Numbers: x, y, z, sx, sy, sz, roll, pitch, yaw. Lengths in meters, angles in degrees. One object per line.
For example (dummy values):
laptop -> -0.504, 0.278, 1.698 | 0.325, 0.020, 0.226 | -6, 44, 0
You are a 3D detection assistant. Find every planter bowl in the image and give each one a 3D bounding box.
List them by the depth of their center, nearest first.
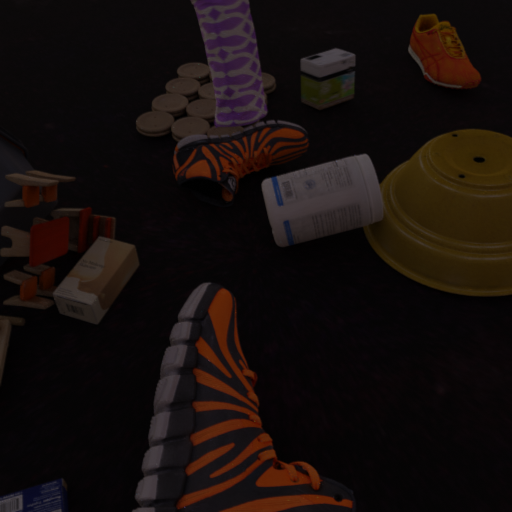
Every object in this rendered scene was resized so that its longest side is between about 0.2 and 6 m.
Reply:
planter bowl -> 3.205, -0.969, 8.329 | 3.126, 1.302, 3.126 | -2, 45, 2

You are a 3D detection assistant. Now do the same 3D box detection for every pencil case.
pencil case -> -0.485, -3.348, 9.305 | 1.020, 2.385, 1.001 | -1, 27, 22

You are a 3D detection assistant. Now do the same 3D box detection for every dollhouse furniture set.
dollhouse furniture set -> -2.647, -0.268, 7.640 | 0.866, 1.682, 1.664 | 8, 13, 6

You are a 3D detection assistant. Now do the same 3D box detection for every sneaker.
sneaker -> -0.050, 1.933, 5.676 | 1.989, 1.377, 3.551 | 6, 55, 1
sneaker -> -0.209, -1.458, 9.380 | 2.354, 0.913, 1.319 | -11, 49, 4
sneaker -> 4.057, -4.480, 12.258 | 0.959, 1.013, 2.627 | -10, 47, -12

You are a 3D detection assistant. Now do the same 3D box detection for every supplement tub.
supplement tub -> 0.956, -0.806, 8.257 | 1.600, 1.056, 1.056 | -14, 45, 4

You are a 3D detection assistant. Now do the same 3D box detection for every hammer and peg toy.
hammer and peg toy -> -3.632, 1.122, 6.820 | 1.277, 0.612, 1.736 | -6, 45, -6

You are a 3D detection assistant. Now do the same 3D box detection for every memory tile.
memory tile -> -0.927, -3.085, 11.371 | 2.247, 0.246, 2.932 | 11, 45, 11

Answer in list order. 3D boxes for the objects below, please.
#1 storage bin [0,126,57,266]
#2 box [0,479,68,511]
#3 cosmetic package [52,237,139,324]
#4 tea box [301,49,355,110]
storage bin -> -3.920, -0.741, 7.849 | 1.360, 1.474, 2.025 | 40, 87, 22
box -> -2.174, 2.868, 5.331 | 0.782, 0.209, 1.291 | -13, 44, -12
cosmetic package -> -2.191, 0.315, 7.776 | 0.631, 0.427, 1.200 | 13, 46, 13
tea box -> 1.449, -3.577, 11.335 | 0.936, 0.921, 0.625 | -26, 42, -24
